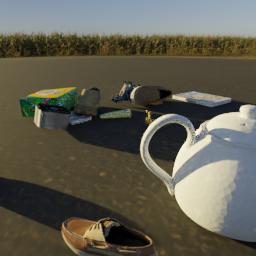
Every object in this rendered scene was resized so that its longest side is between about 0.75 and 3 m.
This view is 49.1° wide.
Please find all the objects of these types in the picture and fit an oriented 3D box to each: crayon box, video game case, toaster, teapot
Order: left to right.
[{"bbox_3d":[-2.952,-0.463,10.711,1.304,0.774,1.179,5,12,-31],"label":"toaster"},{"bbox_3d":[-3.541,-1.251,13.046,1.686,0.827,2.838,-2,16,8],"label":"crayon box"},{"bbox_3d":[-2.388,-0.460,12.012,1.015,0.128,1.418,-17,25,-41],"label":"video game case"},{"bbox_3d":[4.008,-1.608,15.305,1.826,0.230,2.550,-15,23,-38],"label":"video game case"},{"bbox_3d":[2.231,0.605,5.614,2.933,2.142,2.895,-18,25,-41],"label":"teapot"}]

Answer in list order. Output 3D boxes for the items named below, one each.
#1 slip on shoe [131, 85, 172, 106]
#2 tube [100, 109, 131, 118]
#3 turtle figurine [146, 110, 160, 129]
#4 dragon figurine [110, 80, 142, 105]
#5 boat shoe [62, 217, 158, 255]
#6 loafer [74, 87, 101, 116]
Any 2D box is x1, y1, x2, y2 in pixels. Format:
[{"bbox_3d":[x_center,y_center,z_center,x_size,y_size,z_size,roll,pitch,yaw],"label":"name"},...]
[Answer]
[{"bbox_3d":[1.250,-1.684,14.401,0.806,1.012,2.661,5,9,44],"label":"slip on shoe"},{"bbox_3d":[-0.544,-0.567,12.091,1.352,0.351,0.392,-7,-25,-5],"label":"tube"},{"bbox_3d":[0.900,-0.199,10.512,0.734,0.293,0.910,25,43,-37],"label":"turtle figurine"},{"bbox_3d":[0.174,-1.720,14.758,0.772,1.304,2.623,15,5,43],"label":"dragon figurine"},{"bbox_3d":[-0.316,1.752,4.523,1.811,0.650,0.686,10,21,27],"label":"boat shoe"},{"bbox_3d":[-1.816,-1.270,12.848,1.099,0.975,2.891,8,17,-5],"label":"loafer"}]
